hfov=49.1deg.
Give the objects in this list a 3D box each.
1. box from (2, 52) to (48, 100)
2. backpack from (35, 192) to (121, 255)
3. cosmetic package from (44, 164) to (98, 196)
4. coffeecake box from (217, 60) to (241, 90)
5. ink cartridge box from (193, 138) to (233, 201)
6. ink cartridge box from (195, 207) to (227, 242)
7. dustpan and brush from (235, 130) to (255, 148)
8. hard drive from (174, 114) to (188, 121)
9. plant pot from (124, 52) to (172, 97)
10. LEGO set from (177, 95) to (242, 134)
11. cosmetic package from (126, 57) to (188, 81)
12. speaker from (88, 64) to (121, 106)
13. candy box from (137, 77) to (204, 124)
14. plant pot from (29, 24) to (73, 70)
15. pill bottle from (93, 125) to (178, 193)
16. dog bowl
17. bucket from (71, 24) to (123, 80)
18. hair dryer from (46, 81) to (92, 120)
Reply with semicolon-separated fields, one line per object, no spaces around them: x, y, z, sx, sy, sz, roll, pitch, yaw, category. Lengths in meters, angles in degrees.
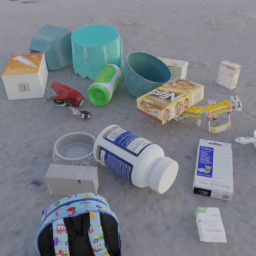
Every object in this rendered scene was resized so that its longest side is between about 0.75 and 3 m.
-4.716;-2.483;13.099;1.551;1.216;2.494;-6;36;-7;box
-1.085;2.185;6.049;1.828;2.002;1.347;-10;37;-11;backpack
-1.589;1.516;8.038;1.417;0.757;0.639;0;36;3;cosmetic package
4.747;-2.521;13.249;0.407;1.113;0.855;-23;42;-28;coffeecake box
2.679;1.197;8.768;1.079;0.422;2.278;9;39;13;ink cartridge box
2.068;2.498;7.039;0.580;0.333;0.990;2;36;2;ink cartridge box
4.629;0.475;9.533;2.297;0.657;1.603;-8;37;-11;dustpan and brush
1.935;-0.642;11.513;0.610;0.121;0.925;-19;40;-26;hard drive
0.675;-2.150;12.282;2.067;1.392;2.067;15;45;-15;plant pot
2.848;-0.426;10.637;2.857;1.063;1.314;-7;28;14;LEGO set
1.381;-2.823;13.597;2.760;1.009;1.429;12;28;18;cosmetic package
-1.002;-1.990;12.582;1.083;1.083;2.449;7;37;10;speaker
1.607;-1.091;10.509;2.275;0.629;1.313;-30;40;-28;candy box
-4.118;-4.152;14.997;1.860;1.865;1.900;21;52;26;plant pot
0.227;0.925;8.342;2.392;1.327;1.327;27;44;32;pill bottle
-1.713;0.740;9.331;1.651;0.484;1.651;0;35;0;dog bowl
-1.582;-3.946;14.320;2.783;1.811;2.783;0;45;0;bucket
-2.522;-1.310;11.337;1.867;0.666;2.452;24;13;-40;hair dryer
